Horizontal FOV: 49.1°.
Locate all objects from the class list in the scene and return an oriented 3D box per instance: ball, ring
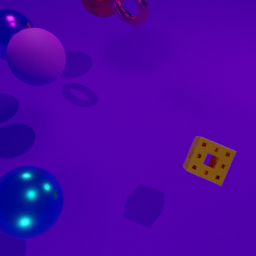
[{"bbox_3d":[-1.562,1.143,4.363,1.108,1.108,1.108,0,58,0],"label":"ball"},{"bbox_3d":[-1.972,-1.520,6.064,1.221,1.221,1.221,0,58,0],"label":"ball"},{"bbox_3d":[-0.015,-3.111,6.873,1.337,1.337,0.267,39,73,22],"label":"ring"},{"bbox_3d":[-2.926,-2.306,6.986,1.254,1.254,1.254,0,58,0],"label":"ball"},{"bbox_3d":[-0.753,-3.929,8.150,1.347,1.347,1.347,0,58,0],"label":"ball"}]

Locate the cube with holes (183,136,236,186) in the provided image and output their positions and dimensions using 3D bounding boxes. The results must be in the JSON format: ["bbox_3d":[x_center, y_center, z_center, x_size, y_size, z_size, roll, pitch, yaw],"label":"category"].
[{"bbox_3d":[1.600,0.633,5.627,0.706,0.706,0.706,23,91,5],"label":"cube with holes"}]
